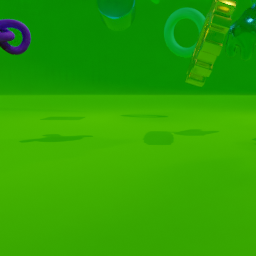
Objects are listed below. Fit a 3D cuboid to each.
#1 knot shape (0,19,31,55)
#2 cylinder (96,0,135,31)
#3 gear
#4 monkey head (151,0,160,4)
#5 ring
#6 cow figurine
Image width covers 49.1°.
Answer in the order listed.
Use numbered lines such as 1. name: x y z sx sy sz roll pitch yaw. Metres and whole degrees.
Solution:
1. knot shape: -3.679 -2.722 7.991 0.726 1.572 1.471 -41 17 33
2. cylinder: -0.391 -4.253 9.849 1.300 1.300 1.300 0 3 2
3. gear: 1.655 -1.771 5.775 0.334 1.808 1.808 18 9 3
4. monkey head: 0.180 -3.165 5.524 1.435 0.864 1.032 31 -1 -37
5. ring: 2.252 -3.684 10.918 1.861 1.861 0.372 6 27 37
6. cow figurine: 2.831 -2.504 6.295 1.576 1.551 0.865 -37 45 -27
